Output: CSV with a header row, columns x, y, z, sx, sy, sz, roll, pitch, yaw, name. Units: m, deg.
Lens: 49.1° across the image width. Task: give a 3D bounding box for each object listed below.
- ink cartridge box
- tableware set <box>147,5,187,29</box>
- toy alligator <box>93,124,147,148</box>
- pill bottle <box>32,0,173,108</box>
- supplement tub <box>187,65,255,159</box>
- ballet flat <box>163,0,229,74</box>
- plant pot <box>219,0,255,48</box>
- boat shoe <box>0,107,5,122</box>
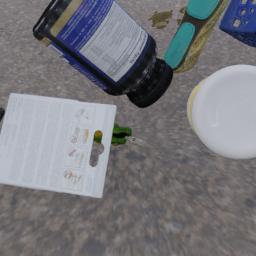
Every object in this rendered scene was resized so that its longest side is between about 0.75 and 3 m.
x,y,z,sx,sy,sz,roll,pitch,yaw,name
-1.090,0.257,4.241,1.711,0.488,1.391,8,78,4,ink cartridge box
1.558,-3.711,9.376,1.862,0.216,1.555,-9,-1,1,tableware set
-0.333,0.079,5.626,1.880,0.623,0.452,5,73,40,toy alligator
-0.343,-1.432,5.056,2.406,1.346,1.346,36,33,-27,pill bottle
1.527,-0.263,4.245,1.212,1.212,1.667,7,7,7,supplement tub
1.666,-2.401,6.427,0.899,2.544,0.899,22,26,-11,ballet flat
3.475,-2.762,6.793,1.589,1.589,1.428,9,25,-34,plant pot
-2.258,-0.096,4.638,0.280,0.793,0.252,55,39,-7,boat shoe
